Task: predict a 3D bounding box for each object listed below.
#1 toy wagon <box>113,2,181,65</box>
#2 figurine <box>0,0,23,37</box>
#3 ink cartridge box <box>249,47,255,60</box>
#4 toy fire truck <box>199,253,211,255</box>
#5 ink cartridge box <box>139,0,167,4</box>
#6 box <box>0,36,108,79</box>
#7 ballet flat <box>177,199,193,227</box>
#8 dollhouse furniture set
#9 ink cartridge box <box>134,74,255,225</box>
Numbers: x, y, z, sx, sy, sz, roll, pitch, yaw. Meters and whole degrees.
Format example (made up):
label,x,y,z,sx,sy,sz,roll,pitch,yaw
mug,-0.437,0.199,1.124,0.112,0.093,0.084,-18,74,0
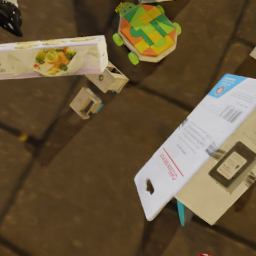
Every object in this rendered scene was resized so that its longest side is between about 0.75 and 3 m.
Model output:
label,x,y,z,sx,sy,sz,roll,pitch,yaw
toy wagon,0.416,-3.081,8.596,1.797,0.458,2.317,-37,79,-9
figurine,-2.987,-2.954,5.987,0.822,1.863,1.909,-36,41,2
ink cartridge box,4.936,-2.606,8.255,1.516,0.870,2.087,39,79,9
toy fire truck,2.130,3.416,6.736,0.974,0.818,0.546,9,76,2
ink cartridge box,1.079,-5.442,8.874,1.877,1.083,2.587,-8,76,-2
box,-1.790,-1.282,5.225,2.811,0.544,0.582,-1,30,12
ballet flat,1.531,1.621,7.325,0.654,0.654,1.790,-9,74,-2
dollhouse furniture set,-0.952,-1.166,7.991,1.023,1.029,1.460,44,109,11
ink cartridge box,1.260,0.405,4.369,0.816,1.418,2.448,38,98,-16
